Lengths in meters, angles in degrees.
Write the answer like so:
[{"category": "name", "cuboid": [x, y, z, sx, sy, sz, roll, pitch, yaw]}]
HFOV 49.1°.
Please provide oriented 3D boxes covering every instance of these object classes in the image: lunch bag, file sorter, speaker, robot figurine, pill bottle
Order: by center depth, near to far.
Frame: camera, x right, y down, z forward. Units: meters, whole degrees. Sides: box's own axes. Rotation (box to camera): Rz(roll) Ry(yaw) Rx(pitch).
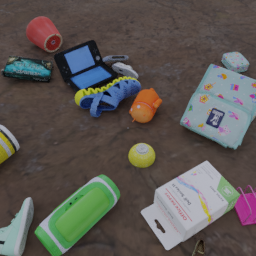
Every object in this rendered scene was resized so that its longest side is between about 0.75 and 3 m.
[{"category": "speaker", "cuboid": [-1.509, 2.664, 8.754, 1.180, 1.180, 2.668, 35, 57, 27]}, {"category": "file sorter", "cuboid": [4.340, 2.406, 9.127, 1.478, 0.927, 1.027, -7, 49, -6]}, {"category": "pill bottle", "cuboid": [-5.235, 0.982, 10.172, 1.246, 1.246, 2.239, 29, 55, 23]}, {"category": "lunch bag", "cuboid": [3.831, -0.797, 11.426, 2.538, 1.817, 2.979, 27, 67, 18]}, {"category": "robot figurine", "cuboid": [0.748, -0.954, 12.039, 1.278, 1.036, 1.777, 18, 51, 12]}, {"category": "lunch bag", "cuboid": [5.533, -3.419, 14.577, 1.046, 0.503, 1.304, -14, 50, -9]}]

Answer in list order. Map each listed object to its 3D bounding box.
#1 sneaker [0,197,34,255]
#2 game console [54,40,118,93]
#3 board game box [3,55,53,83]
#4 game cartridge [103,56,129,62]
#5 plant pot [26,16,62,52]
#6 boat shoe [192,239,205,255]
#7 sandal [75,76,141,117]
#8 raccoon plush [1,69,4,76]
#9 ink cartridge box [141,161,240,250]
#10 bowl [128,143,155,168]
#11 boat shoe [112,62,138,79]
[{"category": "sneaker", "cuboid": [-3.656, 3.000, 8.759, 1.084, 0.676, 1.838, 2, 48, 2]}, {"category": "game console", "cuboid": [-2.034, -3.053, 13.671, 2.367, 2.081, 1.377, -30, 19, -24]}, {"category": "board game box", "cuboid": [-4.944, -2.968, 14.014, 2.156, 0.304, 1.459, 6, 48, -12]}, {"category": "game cartridge", "cuboid": [-0.675, -3.596, 14.546, 1.194, 0.242, 0.796, -9, 4, -29]}, {"category": "plant pot", "cuboid": [-4.497, -5.052, 15.416, 1.640, 1.640, 1.451, -34, 65, -26]}, {"category": "boat shoe", "cuboid": [2.098, 3.754, 8.318, 0.345, 0.346, 0.934, 12, 50, 11]}, {"category": "sandal", "cuboid": [-0.755, -1.290, 12.361, 2.974, 1.182, 1.295, -22, 55, -8]}, {"category": "raccoon plush", "cuboid": [-5.873, -2.743, 13.929, 0.870, 0.421, 0.583, 17, 33, 15]}, {"category": "ink cartridge box", "cuboid": [1.964, 2.439, 9.079, 2.787, 0.938, 1.632, -25, 53, -21]}, {"category": "bowl", "cuboid": [0.538, 0.928, 10.685, 1.047, 0.563, 1.047, 0, 48, 0]}, {"category": "boat shoe", "cuboid": [-0.047, -2.943, 14.150, 1.609, 0.570, 0.562, 28, 57, 31]}]
